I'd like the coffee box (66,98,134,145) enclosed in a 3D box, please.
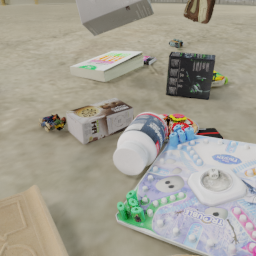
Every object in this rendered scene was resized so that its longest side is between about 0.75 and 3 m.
[{"bbox_3d":[-0.756,-0.237,7.879,1.656,0.661,0.936,-19,34,-31],"label":"coffee box"}]

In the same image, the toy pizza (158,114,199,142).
[{"bbox_3d":[1.158,-0.099,7.938,1.674,0.265,1.674,-3,26,1],"label":"toy pizza"}]

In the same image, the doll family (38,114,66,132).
[{"bbox_3d":[-2.122,-0.177,8.031,0.663,0.450,1.147,-26,35,-30],"label":"doll family"}]

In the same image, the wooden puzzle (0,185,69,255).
[{"bbox_3d":[-2.163,1.961,4.134,2.242,0.519,2.076,-20,34,-23],"label":"wooden puzzle"}]

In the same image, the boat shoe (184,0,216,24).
[{"bbox_3d":[0.949,-1.976,3.612,0.437,1.181,0.436,19,35,21],"label":"boat shoe"}]

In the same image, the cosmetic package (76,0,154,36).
[{"bbox_3d":[-0.471,-4.363,10.097,2.465,1.112,1.317,-19,-7,15],"label":"cosmetic package"}]

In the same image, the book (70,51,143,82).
[{"bbox_3d":[-0.902,-2.874,12.790,1.970,0.708,2.948,16,34,31],"label":"book"}]

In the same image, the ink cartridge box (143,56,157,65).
[{"bbox_3d":[1.009,-3.434,14.153,0.588,0.230,1.243,12,29,21],"label":"ink cartridge box"}]

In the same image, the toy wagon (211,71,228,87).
[{"bbox_3d":[3.134,-2.121,11.591,1.456,0.371,1.877,-6,30,-12],"label":"toy wagon"}]

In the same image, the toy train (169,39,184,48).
[{"bbox_3d":[2.936,-5.169,17.112,0.560,0.419,0.983,-30,40,-27],"label":"toy train"}]

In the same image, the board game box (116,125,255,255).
[{"bbox_3d":[1.635,0.976,5.199,2.869,0.371,2.870,9,38,32],"label":"board game box"}]

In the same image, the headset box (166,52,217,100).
[{"bbox_3d":[2.280,-1.883,10.023,1.681,1.464,0.780,8,30,14],"label":"headset box"}]

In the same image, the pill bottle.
[{"bbox_3d":[0.294,0.360,6.527,0.944,0.944,1.578,11,32,19],"label":"pill bottle"}]

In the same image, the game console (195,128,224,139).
[{"bbox_3d":[2.124,0.211,7.664,0.824,0.128,0.728,-3,25,-6],"label":"game console"}]
